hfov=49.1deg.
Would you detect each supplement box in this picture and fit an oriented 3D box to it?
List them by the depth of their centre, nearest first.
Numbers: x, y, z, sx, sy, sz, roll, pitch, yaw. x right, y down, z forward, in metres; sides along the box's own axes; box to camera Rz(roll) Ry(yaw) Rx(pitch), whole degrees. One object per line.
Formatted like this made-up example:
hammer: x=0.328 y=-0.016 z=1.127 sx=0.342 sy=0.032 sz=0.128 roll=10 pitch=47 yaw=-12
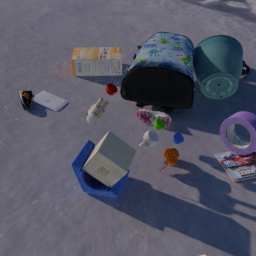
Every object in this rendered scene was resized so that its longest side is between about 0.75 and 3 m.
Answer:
supplement box: x=-1.252 y=-2.767 z=11.553 sx=2.004 sy=0.737 sz=1.263 roll=-2 pitch=38 yaw=-3

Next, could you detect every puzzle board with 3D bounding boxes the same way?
puzzle board: x=3.108 y=0.895 z=7.326 sx=1.334 sy=0.116 sz=1.005 roll=-9 pitch=38 yaw=-11

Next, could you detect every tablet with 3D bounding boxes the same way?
tablet: x=-2.689 y=-0.950 z=9.628 sx=1.053 sy=0.072 sz=0.685 roll=23 pitch=42 yaw=15

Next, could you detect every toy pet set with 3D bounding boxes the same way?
toy pet set: x=-0.170 y=0.561 z=7.055 sx=2.549 sy=1.354 sz=2.380 roll=36 pitch=41 yaw=-7

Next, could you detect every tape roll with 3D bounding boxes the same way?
tape roll: x=2.913 y=0.128 z=7.132 sx=0.441 sy=1.037 sz=1.037 roll=-25 pitch=44 yaw=-34

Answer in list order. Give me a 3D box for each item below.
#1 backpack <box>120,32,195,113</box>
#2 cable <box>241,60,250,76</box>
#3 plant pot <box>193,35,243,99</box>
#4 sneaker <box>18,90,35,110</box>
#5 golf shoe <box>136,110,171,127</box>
backpack: x=1.283 y=-2.080 z=9.797 sx=2.442 sy=2.302 sz=2.994 roll=11 pitch=24 yaw=14
cable: x=4.067 y=-2.674 z=11.660 sx=1.892 sy=0.481 sz=1.544 roll=30 pitch=47 yaw=34
plant pot: x=3.197 y=-2.026 z=9.925 sx=1.816 sy=1.816 sz=1.706 roll=5 pitch=53 yaw=6
sneaker: x=-3.414 y=-1.005 z=9.564 sx=0.495 sy=0.385 sz=1.101 roll=-18 pitch=39 yaw=-18
golf shoe: x=0.813 y=-0.346 z=8.763 sx=1.122 sy=0.423 sz=0.514 roll=19 pitch=29 yaw=15
